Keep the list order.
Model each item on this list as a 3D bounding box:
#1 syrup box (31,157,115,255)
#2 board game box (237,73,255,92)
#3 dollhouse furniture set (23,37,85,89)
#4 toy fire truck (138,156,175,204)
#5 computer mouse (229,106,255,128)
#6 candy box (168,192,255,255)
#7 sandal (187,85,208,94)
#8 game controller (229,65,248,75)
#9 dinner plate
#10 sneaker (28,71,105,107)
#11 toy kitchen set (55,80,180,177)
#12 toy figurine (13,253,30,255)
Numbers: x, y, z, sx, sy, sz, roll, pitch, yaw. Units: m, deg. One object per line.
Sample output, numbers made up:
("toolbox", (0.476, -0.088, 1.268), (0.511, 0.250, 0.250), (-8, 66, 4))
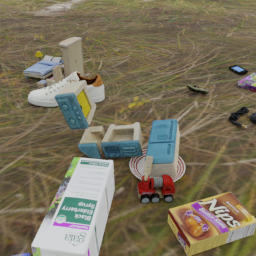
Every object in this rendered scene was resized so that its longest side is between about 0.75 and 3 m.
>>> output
("syrup box", (-0.983, 1.770, 5.878), (0.972, 1.005, 2.469), (4, 32, 8))
("board game box", (5.733, -2.064, 12.547), (1.632, 0.264, 0.980), (-28, 46, -36))
("dollhouse furniture set", (-3.718, -3.041, 12.611), (2.738, 1.787, 2.585), (12, 35, 19))
("toy fire truck", (0.674, 1.230, 6.722), (0.866, 0.984, 0.633), (-2, 34, -2))
("computer mouse", (4.481, -0.289, 9.581), (1.360, 0.446, 1.936), (-23, 39, -33))
("candy box", (1.786, 2.006, 6.021), (1.615, 0.456, 0.942), (-10, 33, -18))
("sandal", (2.898, -1.645, 11.692), (0.906, 0.360, 0.258), (16, 78, 5))
("game controller", (5.425, -2.872, 13.805), (0.516, 0.208, 0.988), (-11, 34, -16))
("dinner plate", (0.802, 1.061, 7.733), (1.530, 0.186, 1.530), (0, 34, 0))
("sneaker", (-2.435, -1.621, 10.926), (2.960, 1.253, 1.078), (-7, 35, -8))
("toy kitchen set", (-0.243, -0.053, 7.229), (2.799, 2.242, 1.649), (-5, 39, 17))
("toy figurine", (-2.013, 2.823, 4.562), (1.672, 1.472, 2.791), (15, 25, -34))
